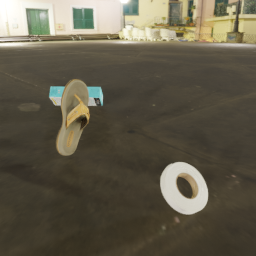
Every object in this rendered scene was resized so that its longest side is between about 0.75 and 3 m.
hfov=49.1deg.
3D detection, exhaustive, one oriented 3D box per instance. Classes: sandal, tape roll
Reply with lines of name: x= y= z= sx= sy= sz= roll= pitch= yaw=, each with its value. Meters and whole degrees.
sandal: x=-1.229 y=-0.204 z=6.623 sx=0.499 sy=1.849 sz=0.743 roll=16 pitch=6 yaw=42
tape roll: x=0.986 y=1.032 z=4.886 sx=0.916 sy=0.167 sz=0.916 roll=16 pitch=54 yaw=-22

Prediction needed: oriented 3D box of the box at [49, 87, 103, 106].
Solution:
box: x=-1.935 y=-1.204 z=10.619 sx=1.884 sy=0.463 sz=0.775 roll=1 pitch=-18 yaw=2
